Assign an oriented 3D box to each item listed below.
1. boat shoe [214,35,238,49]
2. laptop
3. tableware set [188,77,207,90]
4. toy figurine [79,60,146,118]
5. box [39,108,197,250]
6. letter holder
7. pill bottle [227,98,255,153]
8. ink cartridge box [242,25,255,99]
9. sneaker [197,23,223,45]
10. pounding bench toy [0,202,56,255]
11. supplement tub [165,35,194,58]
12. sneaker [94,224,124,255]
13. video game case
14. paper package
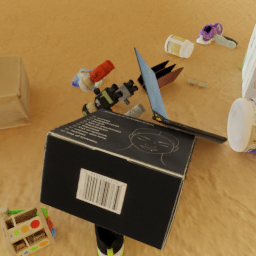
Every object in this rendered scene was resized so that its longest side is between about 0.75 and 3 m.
[{"bbox_3d":[4.721,-4.211,13.532,1.165,0.441,0.351,37,56,16],"label":"boat shoe"},{"bbox_3d":[1.607,-0.793,8.219,2.949,2.762,1.709,18,92,17],"label":"laptop"},{"bbox_3d":[2.799,-1.787,11.317,0.775,0.155,0.513,20,37,11],"label":"tableware set"},{"bbox_3d":[-0.558,-0.965,9.254,1.397,1.977,2.008,-36,48,22],"label":"toy figurine"},{"bbox_3d":[-0.050,0.894,6.725,2.869,1.778,2.821,17,20,14],"label":"box"},{"bbox_3d":[1.260,-2.098,10.821,1.493,1.061,0.751,-29,79,-26],"label":"letter holder"},{"bbox_3d":[4.648,-0.029,8.516,2.768,1.657,1.657,3,45,3],"label":"pill bottle"},{"bbox_3d":[5.183,-2.449,10.697,1.115,1.967,2.683,12,48,11],"label":"ink cartridge box"},{"bbox_3d":[4.147,-4.801,13.815,0.785,0.812,1.946,29,52,26],"label":"sneaker"},{"bbox_3d":[-2.444,2.288,6.819,1.041,0.829,1.335,-23,50,-21],"label":"pounding bench toy"},{"bbox_3d":[2.328,-3.688,12.721,1.106,0.800,0.800,29,52,25],"label":"supplement tub"},{"bbox_3d":[-0.443,2.090,6.915,0.834,0.963,2.326,-7,46,-7],"label":"sneaker"},{"bbox_3d":[-1.596,-1.998,11.447,1.102,0.251,0.999,12,46,12],"label":"video game case"},{"bbox_3d":[-4.990,-1.217,9.831,2.820,1.459,2.688,-10,46,-9],"label":"paper package"}]
